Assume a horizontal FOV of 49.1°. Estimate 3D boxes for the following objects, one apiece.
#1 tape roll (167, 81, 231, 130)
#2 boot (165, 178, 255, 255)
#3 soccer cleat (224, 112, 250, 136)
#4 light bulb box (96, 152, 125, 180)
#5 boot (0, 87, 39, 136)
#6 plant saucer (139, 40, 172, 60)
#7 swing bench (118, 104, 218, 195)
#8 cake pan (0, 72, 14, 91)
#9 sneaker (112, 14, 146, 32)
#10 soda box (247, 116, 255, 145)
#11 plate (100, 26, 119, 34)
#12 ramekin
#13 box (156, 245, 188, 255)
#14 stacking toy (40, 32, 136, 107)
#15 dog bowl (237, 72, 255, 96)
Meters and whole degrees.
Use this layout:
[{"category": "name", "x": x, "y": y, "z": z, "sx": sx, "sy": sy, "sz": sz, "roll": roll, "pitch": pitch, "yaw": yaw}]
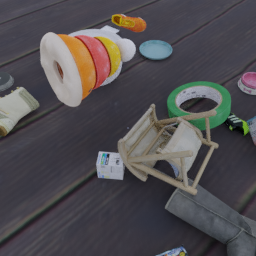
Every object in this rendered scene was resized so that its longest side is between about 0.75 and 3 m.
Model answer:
[{"category": "tape roll", "x": 2.629, "y": -0.873, "z": 10.462, "sx": 2.273, "sy": 0.546, "sz": 2.273, "roll": -8, "pitch": 42, "yaw": 7}, {"category": "boot", "x": 2.155, "y": 2.678, "z": 7.341, "sx": 2.614, "sy": 0.949, "sz": 2.377, "roll": 32, "pitch": 41, "yaw": 17}, {"category": "soccer cleat", "x": 3.782, "y": -0.219, "z": 10.267, "sx": 1.378, "sy": 0.465, "sz": 0.559, "roll": 33, "pitch": 57, "yaw": 23}, {"category": "light bulb box", "x": -0.532, "y": 1.186, "z": 8.767, "sx": 0.801, "sy": 0.794, "sz": 0.500, "roll": 5, "pitch": 48, "yaw": 4}, {"category": "boot", "x": -4.832, "y": -0.937, "z": 10.615, "sx": 2.451, "sy": 0.883, "sz": 1.895, "roll": 30, "pitch": 55, "yaw": 17}, {"category": "plant saucer", "x": 1.341, "y": -3.749, "z": 13.573, "sx": 1.581, "sy": 0.217, "sz": 1.581, "roll": 0, "pitch": 49, "yaw": -1}, {"category": "swing bench", "x": 1.292, "y": 0.504, "z": 8.630, "sx": 2.331, "sy": 1.512, "sz": 2.318, "roll": 8, "pitch": 37, "yaw": 32}, {"category": "cake pan", "x": -5.545, "y": -2.016, "z": 12.020, "sx": 1.189, "sy": 0.218, "sz": 1.189, "roll": 0, "pitch": 48, "yaw": 0}, {"category": "sneaker", "x": 0.010, "y": -2.345, "z": 6.310, "sx": 0.897, "sy": 0.327, "sz": 0.346, "roll": 24, "pitch": 33, "yaw": 31}, {"category": "soda box", "x": 5.723, "y": -0.189, "z": 9.727, "sx": 2.828, "sy": 0.899, "sz": 0.967, "roll": -11, "pitch": 75, "yaw": -10}, {"category": "plate", "x": -1.066, "y": -5.046, "z": 14.777, "sx": 0.888, "sy": 0.144, "sz": 0.890, "roll": 30, "pitch": 54, "yaw": 23}, {"category": "ramekin", "x": -1.542, "y": -2.984, "z": 12.133, "sx": 2.857, "sy": 1.330, "sz": 2.857, "roll": 0, "pitch": 48, "yaw": -1}, {"category": "box", "x": 0.964, "y": 3.623, "z": 6.939, "sx": 1.385, "sy": 0.276, "sz": 0.948, "roll": -17, "pitch": 50, "yaw": -14}, {"category": "stacking toy", "x": -0.943, "y": -2.106, "z": 8.544, "sx": 2.955, "sy": 2.159, "sz": 2.159, "roll": -27, "pitch": 53, "yaw": -26}, {"category": "dog bowl", "x": 5.255, "y": -1.899, "z": 11.774, "sx": 1.164, "sy": 0.429, "sz": 1.164, "roll": 0, "pitch": 48, "yaw": 1}]
